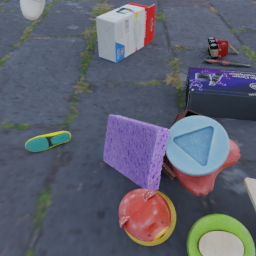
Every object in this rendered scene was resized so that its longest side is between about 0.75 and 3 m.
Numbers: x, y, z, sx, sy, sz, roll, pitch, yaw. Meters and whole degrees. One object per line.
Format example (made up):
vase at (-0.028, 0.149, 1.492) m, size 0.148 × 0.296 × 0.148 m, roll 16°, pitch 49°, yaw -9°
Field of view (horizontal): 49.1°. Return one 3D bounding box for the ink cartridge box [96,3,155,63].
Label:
ink cartridge box at (-0.003, -4.165, 11.887) m, size 0.978 × 1.690 × 2.909 m, roll 25°, pitch 45°, yaw 27°

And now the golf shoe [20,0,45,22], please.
golf shoe at (-2.603, -4.010, 7.962) m, size 0.740 × 1.891 × 0.919 m, roll 13°, pitch 14°, yaw -25°

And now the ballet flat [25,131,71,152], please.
ballet flat at (-2.131, 0.330, 7.490) m, size 1.205 × 0.403 × 0.404 m, roll -15°, pitch 20°, yaw -22°

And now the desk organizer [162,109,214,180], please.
desk organizer at (1.460, 0.257, 6.992) m, size 0.719 × 0.772 × 2.004 m, roll 47°, pitch 44°, yaw -10°

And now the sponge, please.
sponge at (0.068, 0.419, 6.041) m, size 0.321 × 1.200 × 2.150 m, roll 5°, pitch 7°, yaw -29°

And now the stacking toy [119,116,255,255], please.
stacking toy at (1.316, 1.206, 4.931) m, size 2.480 × 1.157 × 2.740 m, roll 31°, pitch 77°, yaw 25°

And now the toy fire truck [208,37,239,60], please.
toy fire truck at (4.026, -3.307, 11.712) m, size 1.256 × 0.808 × 1.106 m, roll -5°, pitch 38°, yaw 10°

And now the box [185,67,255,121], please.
box at (3.001, -1.112, 8.818) m, size 2.270 × 0.895 × 1.602 m, roll 6°, pitch 42°, yaw 7°

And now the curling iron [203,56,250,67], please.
curling iron at (3.924, -2.645, 11.187) m, size 1.831 × 0.234 × 0.454 m, roll 10°, pitch 40°, yaw 12°
